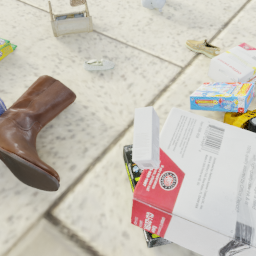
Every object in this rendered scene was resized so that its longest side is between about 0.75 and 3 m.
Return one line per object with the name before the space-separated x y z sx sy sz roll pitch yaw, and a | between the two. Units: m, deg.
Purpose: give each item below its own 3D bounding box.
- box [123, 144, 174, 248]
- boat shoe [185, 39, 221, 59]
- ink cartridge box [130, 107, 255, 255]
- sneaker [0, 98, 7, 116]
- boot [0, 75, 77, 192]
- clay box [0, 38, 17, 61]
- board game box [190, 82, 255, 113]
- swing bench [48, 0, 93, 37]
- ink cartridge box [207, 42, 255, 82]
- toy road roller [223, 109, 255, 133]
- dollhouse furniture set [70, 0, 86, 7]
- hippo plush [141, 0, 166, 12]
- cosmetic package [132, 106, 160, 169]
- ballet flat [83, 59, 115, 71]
box | 1.253 1.176 6.131 2.353 0.559 2.272 -11 52 -10
boat shoe | 2.579 -2.834 9.598 1.301 0.495 0.466 29 55 22
ink cartridge box | 1.798 1.142 4.994 2.957 1.238 2.134 19 53 14
sneaker | -4.455 -0.400 7.199 2.369 0.957 1.368 -26 55 -20
boot | -2.021 -0.120 7.076 2.764 0.952 2.965 27 48 15
clay box | -4.809 -2.526 9.343 1.148 0.476 1.998 21 53 16
board game box | 2.507 -0.847 7.396 1.364 0.389 1.393 5 25 30
swing bench | -2.117 -4.002 10.356 1.437 0.937 1.445 -10 55 -9
ink cartridge box | 3.436 -1.877 8.661 1.589 0.663 1.153 -28 55 -22
toy road roller | 3.144 -0.034 6.819 1.758 1.080 1.283 -21 33 -25
dollhouse furniture set | -1.488 -3.401 5.669 1.313 1.498 0.995 35 41 8
hippo plush | 1.317 -5.492 11.631 1.766 1.406 1.420 9 80 27
cosmetic package | 0.283 0.152 4.215 0.302 0.429 0.847 -5 63 19
ballet flat | -0.934 -2.058 9.039 1.056 0.379 0.379 -8 50 -7
